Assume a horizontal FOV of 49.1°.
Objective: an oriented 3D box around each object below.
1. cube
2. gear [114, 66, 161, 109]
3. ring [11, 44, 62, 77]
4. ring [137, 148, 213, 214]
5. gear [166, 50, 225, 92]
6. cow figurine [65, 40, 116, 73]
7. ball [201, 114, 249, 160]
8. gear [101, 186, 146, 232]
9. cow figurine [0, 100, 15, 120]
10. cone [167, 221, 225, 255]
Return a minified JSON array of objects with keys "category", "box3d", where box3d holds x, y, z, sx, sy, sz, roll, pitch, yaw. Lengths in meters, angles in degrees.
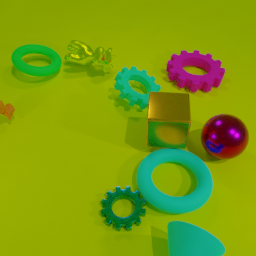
[{"category":"cube","box3d":[1.094,-0.219,7.781,1.118,1.118,1.118,3,48,5]},{"category":"gear","box3d":[0.344,-1.384,9.486,1.632,0.302,1.632,15,51,-19]},{"category":"ring","box3d":[-3.397,-2.553,10.476,1.801,0.360,1.801,10,45,-10]},{"category":"ring","box3d":[1.217,1.319,7.363,1.986,0.397,1.986,1,44,-1]},{"category":"gear","box3d":[2.502,-2.163,10.445,2.084,0.386,2.084,2,48,-2]},{"category":"cow figurine","box3d":[-1.426,-2.691,10.552,1.709,0.953,1.737,13,3,-20]},{"category":"ball","box3d":[2.680,0.241,7.802,1.278,1.278,1.278,0,48,0]},{"category":"gear","box3d":[-0.115,1.989,6.966,1.112,0.206,1.112,0,48,0]},{"category":"cow figurine","box3d":[-3.905,-0.538,8.396,0.938,0.923,0.515,-28,60,-29]},{"category":"cone","box3d":[1.127,2.769,5.585,1.263,1.263,1.268,22,55,18]}]
